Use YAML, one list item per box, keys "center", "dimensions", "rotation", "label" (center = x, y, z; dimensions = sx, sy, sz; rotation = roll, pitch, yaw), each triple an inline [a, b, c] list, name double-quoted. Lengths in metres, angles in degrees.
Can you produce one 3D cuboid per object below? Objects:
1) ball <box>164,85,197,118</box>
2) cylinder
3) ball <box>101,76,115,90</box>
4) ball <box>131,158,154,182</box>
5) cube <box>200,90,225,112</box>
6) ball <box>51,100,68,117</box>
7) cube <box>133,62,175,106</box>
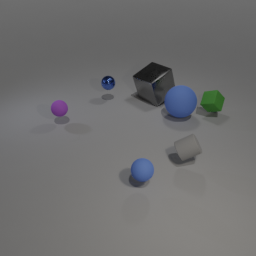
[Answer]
- center: [2.296, -1.154, 12.213]
  dimensions: [1.400, 1.400, 1.400]
  rotation: [0, 30, 0]
  label: "ball"
- center: [1.984, 0.639, 9.236]
  dimensions: [0.700, 0.700, 0.700]
  rotation: [-26, 26, 18]
  label: "cylinder"
- center: [-0.965, -2.201, 13.676]
  dimensions: [0.700, 0.700, 0.700]
  rotation: [0, 30, 0]
  label: "ball"
- center: [0.428, 1.250, 8.355]
  dimensions: [0.700, 0.700, 0.700]
  rotation: [0, 30, 0]
  label: "ball"
- center: [3.758, -1.186, 12.439]
  dimensions: [0.700, 0.700, 0.700]
  rotation: [-1, 62, 49]
  label: "cube"
- center: [-2.867, -0.820, 11.715]
  dimensions: [0.700, 0.700, 0.700]
  rotation: [0, 30, 0]
  label: "ball"
- center: [1.313, -2.175, 13.809]
  dimensions: [1.400, 1.400, 1.400]
  rotation: [-39, 44, -19]
  label: "cube"
